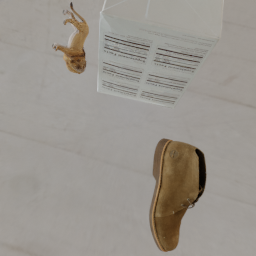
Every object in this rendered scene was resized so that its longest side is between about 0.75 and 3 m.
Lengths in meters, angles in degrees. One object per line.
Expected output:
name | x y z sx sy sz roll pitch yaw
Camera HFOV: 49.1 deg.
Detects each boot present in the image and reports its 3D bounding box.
boot | 0.968 1.405 5.373 0.878 0.856 2.327 8 104 31

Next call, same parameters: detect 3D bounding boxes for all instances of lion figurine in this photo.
lion figurine | -1.101 -1.856 5.948 0.814 0.482 1.330 15 105 -34

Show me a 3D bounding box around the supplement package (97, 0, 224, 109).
supplement package | 0.621 -2.373 6.314 2.104 2.860 2.735 13 69 -2
